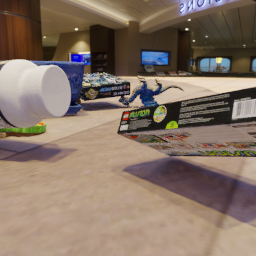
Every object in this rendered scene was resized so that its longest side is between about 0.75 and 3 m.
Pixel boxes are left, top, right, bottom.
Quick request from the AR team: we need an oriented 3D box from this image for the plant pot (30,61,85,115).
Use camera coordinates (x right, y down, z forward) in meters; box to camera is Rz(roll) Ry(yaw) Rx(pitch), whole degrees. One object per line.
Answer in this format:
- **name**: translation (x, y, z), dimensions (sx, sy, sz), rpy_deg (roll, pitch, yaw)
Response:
- **plant pot**: translation (-3.013, -1.549, 10.816), dimensions (2.239, 2.013, 2.239), rpy_deg (-7, 14, -26)

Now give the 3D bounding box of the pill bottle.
- **pill bottle**: translation (-2.596, -0.704, 6.006), dimensions (2.550, 1.416, 1.416), rpy_deg (-1, 12, 20)

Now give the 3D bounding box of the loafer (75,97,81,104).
- **loafer**: translation (-3.124, -1.734, 14.426), dimensions (0.884, 0.784, 2.324), rpy_deg (-8, 17, -42)

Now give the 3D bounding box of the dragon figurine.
- **dragon figurine**: translation (0.989, -1.507, 12.742), dimensions (2.882, 1.433, 0.848), rpy_deg (4, 25, -13)

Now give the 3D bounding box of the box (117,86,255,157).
- **box**: translation (1.180, 0.051, 4.364), dimensions (1.441, 0.455, 2.619), rpy_deg (24, -19, -35)

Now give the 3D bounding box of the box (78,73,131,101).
- **box**: translation (-1.467, -1.990, 12.949), dimensions (2.218, 0.642, 2.790), rpy_deg (-11, 24, -26)

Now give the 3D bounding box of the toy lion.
- **toy lion**: translation (-3.178, -0.089, 8.017), dimensions (1.506, 0.539, 1.571), rpy_deg (-1, 10, -37)
